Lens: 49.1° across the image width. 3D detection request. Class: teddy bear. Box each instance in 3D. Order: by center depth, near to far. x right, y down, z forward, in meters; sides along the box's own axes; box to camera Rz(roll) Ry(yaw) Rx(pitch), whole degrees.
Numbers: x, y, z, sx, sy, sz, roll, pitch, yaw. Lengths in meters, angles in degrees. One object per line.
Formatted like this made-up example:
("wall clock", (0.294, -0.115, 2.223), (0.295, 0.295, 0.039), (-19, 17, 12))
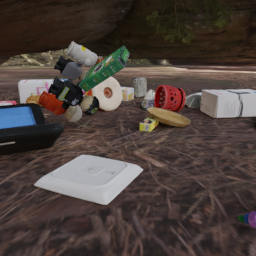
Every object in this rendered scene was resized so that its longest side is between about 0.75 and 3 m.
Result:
("teddy bear", (-3.727, -1.353, 12.935), (1.935, 0.646, 1.403), (-1, 23, -13))

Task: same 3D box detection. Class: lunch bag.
("lunch bag", (0.622, -2.265, 15.481), (0.774, 1.111, 0.932), (2, 15, 7))

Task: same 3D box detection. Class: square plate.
("square plate", (-0.742, 0.932, 5.758), (1.641, 0.236, 1.656), (7, 17, 25))

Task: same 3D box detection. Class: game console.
("game console", (-3.271, -0.164, 6.715), (2.825, 1.644, 2.484), (-9, -12, -27))

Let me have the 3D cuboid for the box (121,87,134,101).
("box", (-0.345, -1.819, 14.799), (1.191, 0.604, 0.670), (10, 20, 32))

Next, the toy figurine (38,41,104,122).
("toy figurine", (-1.545, -1.303, 8.379), (1.434, 2.030, 2.062), (28, -23, -23))

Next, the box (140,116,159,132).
("box", (0.742, -0.150, 9.524), (0.399, 0.266, 1.060), (6, 16, 19))

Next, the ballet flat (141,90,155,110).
("ballet flat", (1.033, -1.380, 13.034), (0.773, 0.773, 2.149), (3, 16, 10))

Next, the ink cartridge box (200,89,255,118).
("ink cartridge box", (4.301, -1.034, 11.402), (2.213, 0.926, 1.605), (-2, 16, -8))

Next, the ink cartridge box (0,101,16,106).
("ink cartridge box", (-4.554, -0.302, 9.031), (1.439, 0.813, 1.964), (-1, 16, -5))

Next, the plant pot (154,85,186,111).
("plant pot", (1.779, -1.204, 11.813), (1.029, 1.130, 1.130), (4, 13, -20))

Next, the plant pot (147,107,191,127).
("plant pot", (1.409, -0.368, 9.848), (1.565, 0.215, 1.565), (14, 16, -4))

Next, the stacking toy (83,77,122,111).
("stacking toy", (-1.409, -1.426, 12.704), (1.545, 1.545, 2.115), (-13, 3, -39))

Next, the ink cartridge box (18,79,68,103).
("ink cartridge box", (-4.242, -1.927, 14.392), (2.437, 1.031, 1.761), (-2, 15, -13))

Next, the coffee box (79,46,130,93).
("coffee box", (-0.591, -1.477, 7.073), (1.328, 0.292, 0.816), (-27, 29, 30))

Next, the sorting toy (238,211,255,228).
("sorting toy", (2.195, 1.285, 4.424), (1.277, 0.443, 0.440), (-8, -6, -33))

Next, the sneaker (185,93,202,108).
("sneaker", (3.656, -1.384, 13.008), (2.194, 0.772, 0.879), (-2, 13, -6))

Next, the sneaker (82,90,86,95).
("sneaker", (-1.954, -1.636, 13.937), (1.798, 0.732, 0.793), (-1, 12, -19))
